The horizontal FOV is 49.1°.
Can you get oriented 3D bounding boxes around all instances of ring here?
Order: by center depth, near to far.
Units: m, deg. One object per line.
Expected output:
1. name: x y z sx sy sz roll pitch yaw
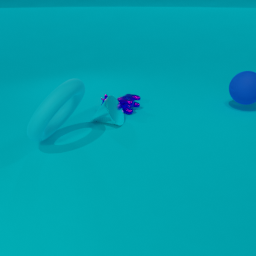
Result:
1. ring: -1.838 -0.456 7.297 0.400 2.001 2.001 40 32 0

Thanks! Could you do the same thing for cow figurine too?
1. cow figurine: -0.276 -0.875 9.654 1.149 0.641 1.168 19 36 24

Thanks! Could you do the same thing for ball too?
1. ball: 4.111 -1.393 9.712 1.160 1.160 1.160 0 26 0

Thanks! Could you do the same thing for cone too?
1. cone: -0.790 -0.392 8.824 0.985 0.981 0.981 -20 18 25
